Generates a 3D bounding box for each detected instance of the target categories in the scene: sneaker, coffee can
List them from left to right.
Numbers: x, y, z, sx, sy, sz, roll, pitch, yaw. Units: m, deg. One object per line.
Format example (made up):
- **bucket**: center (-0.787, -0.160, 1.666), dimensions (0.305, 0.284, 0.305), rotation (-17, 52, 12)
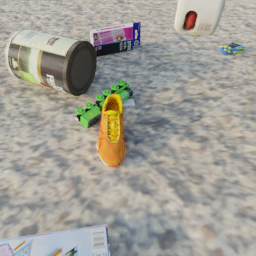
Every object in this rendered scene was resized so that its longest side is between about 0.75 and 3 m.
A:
- **coffee can**: center (-3.011, -2.653, 11.179), dimensions (2.898, 2.121, 2.121), rotation (18, 45, 19)
- **sneaker**: center (-0.560, 0.023, 8.965), dimensions (0.952, 1.006, 2.608), rotation (-3, 55, -4)
- **sneaker**: center (5.080, -3.957, 13.938), dimensions (1.387, 0.492, 0.575), rotation (-4, 36, -13)

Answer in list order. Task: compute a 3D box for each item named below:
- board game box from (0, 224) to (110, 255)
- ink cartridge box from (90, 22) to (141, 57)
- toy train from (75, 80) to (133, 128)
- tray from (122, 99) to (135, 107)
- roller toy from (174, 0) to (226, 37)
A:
- **board game box**: center (-1.703, 3.527, 5.422), dimensions (2.939, 0.606, 2.946), rotation (-5, 42, -6)
- **ink cartridge box**: center (-0.508, -4.339, 13.726), dimensions (2.665, 1.262, 0.494), rotation (-18, 45, -19)
- **toy train**: center (-0.798, -0.933, 10.443), dimensions (0.779, 0.576, 2.761), rotation (36, 54, 20)
- **tray**: center (-0.157, -0.989, 10.869), dimensions (0.813, 0.090, 0.436), rotation (-5, 41, -6)
- **roller toy**: center (2.244, -3.786, 8.560), dimensions (1.388, 1.986, 1.812), rotation (10, 25, 4)
